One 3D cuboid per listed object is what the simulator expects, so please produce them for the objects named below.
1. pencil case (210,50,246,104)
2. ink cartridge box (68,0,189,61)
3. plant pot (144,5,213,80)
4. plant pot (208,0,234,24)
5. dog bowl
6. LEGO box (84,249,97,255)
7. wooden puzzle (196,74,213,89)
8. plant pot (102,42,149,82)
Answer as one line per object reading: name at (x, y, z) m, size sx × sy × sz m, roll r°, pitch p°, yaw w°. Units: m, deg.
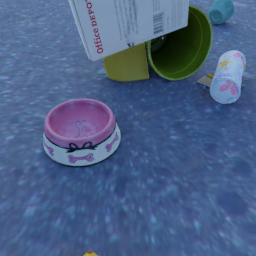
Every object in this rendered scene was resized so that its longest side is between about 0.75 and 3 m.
pencil case at (3.376, -1.730, 9.374) m, size 0.927 × 1.011 × 2.229 m, roll -14°, pitch 28°, yaw 36°
ink cartridge box at (-0.002, -3.305, 7.187) m, size 2.948 × 2.164 × 1.222 m, roll -22°, pitch 58°, yaw -6°
plant pot at (1.359, -3.303, 10.370) m, size 2.481 × 2.481 × 2.389 m, roll -15°, pitch 31°, yaw -17°
plant pot at (4.550, -5.735, 13.932) m, size 1.163 × 1.163 × 0.933 m, roll 24°, pitch 53°, yaw 25°
dog bowl at (-1.247, 0.011, 7.448) m, size 2.119 × 0.781 × 2.119 m, roll -1°, pitch 41°, yaw 0°
LEGO box at (-0.706, 2.597, 4.790) m, size 0.584 × 0.303 × 0.784 m, roll 29°, pitch 48°, yaw 29°
wooden puzzle at (2.811, -1.627, 9.889) m, size 0.969 × 0.113 × 0.654 m, roll -29°, pitch 44°, yaw -30°
plant pot at (-0.193, -2.496, 9.982) m, size 1.453 × 1.411 × 1.420 m, roll -15°, pitch 42°, yaw -3°
